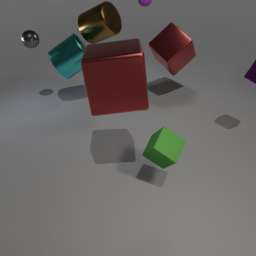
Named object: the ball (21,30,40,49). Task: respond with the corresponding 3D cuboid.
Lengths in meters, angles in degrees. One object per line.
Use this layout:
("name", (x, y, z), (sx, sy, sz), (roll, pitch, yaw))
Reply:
("ball", (-3.855, -3.508, 11.077), (0.700, 0.700, 0.700), (0, 32, 0))

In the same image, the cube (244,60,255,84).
("cube", (4.361, -1.728, 9.104), (0.700, 0.700, 0.700), (5, 32, -50))

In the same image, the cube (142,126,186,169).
("cube", (0.914, 0.513, 7.158), (0.700, 0.700, 0.700), (34, 61, -8))

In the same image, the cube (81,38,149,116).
("cube", (-0.285, -1.286, 6.945), (1.400, 1.400, 1.400), (-7, 30, 2))

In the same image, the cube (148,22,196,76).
("cube", (1.994, -3.493, 12.530), (1.400, 1.400, 1.400), (-42, 67, 5))

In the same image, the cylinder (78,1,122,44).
("cylinder", (-1.218, -4.550, 12.191), (1.400, 1.400, 1.400), (-10, 24, 34))

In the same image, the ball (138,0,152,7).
("ball", (0.833, -6.291, 13.652), (0.700, 0.700, 0.700), (0, 32, 0))

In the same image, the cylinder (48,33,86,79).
("cylinder", (-2.400, -3.029, 11.872), (1.400, 1.400, 1.400), (-31, 32, 11))
